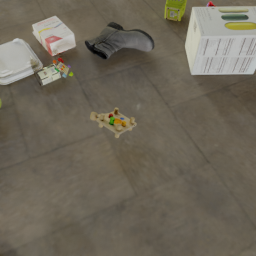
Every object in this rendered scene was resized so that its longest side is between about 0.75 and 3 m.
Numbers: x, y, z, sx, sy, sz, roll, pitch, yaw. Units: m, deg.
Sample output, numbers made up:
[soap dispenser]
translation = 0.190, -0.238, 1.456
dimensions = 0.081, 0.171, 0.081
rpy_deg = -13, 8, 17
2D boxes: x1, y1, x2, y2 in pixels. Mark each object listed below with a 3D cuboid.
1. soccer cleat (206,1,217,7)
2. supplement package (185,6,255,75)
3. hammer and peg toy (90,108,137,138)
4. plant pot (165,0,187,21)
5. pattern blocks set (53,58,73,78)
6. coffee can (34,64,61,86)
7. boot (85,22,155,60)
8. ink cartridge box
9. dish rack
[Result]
[soccer cleat]
translation = 4.602, -5.470, 13.865
dimensions = 0.713, 0.765, 2.090
rpy_deg = -28, 58, -19
[supplement package]
translation = 3.996, -3.646, 11.727
dimensions = 2.676, 2.016, 2.031
rpy_deg = -1, 53, -1
[hammer and peg toy]
translation = -0.520, -0.311, 9.399
dimensions = 1.422, 0.502, 1.046
rpy_deg = 32, 36, 26
[plant pot]
translation = 2.358, -6.054, 14.202
dimensions = 0.987, 0.992, 0.900
rpy_deg = 15, 62, 11
[pattern blocks set]
translation = -2.726, -2.512, 11.755
dimensions = 0.967, 0.089, 1.100
rpy_deg = 40, 27, -11
[coffee can]
translation = -3.311, -2.182, 11.512
dimensions = 0.865, 0.633, 0.633
rpy_deg = -29, 59, -21
[boot]
translation = -0.396, -3.634, 12.513
dimensions = 2.856, 0.997, 1.880
rpy_deg = 25, 60, 31
[ink cartridge box]
translation = -3.571, -4.446, 13.125
dimensions = 1.277, 0.740, 2.192
rpy_deg = -31, 59, -21
[dish rack]
translation = -5.076, -3.054, 12.252
dimensions = 2.041, 0.518, 2.378
rpy_deg = -28, 59, -20
